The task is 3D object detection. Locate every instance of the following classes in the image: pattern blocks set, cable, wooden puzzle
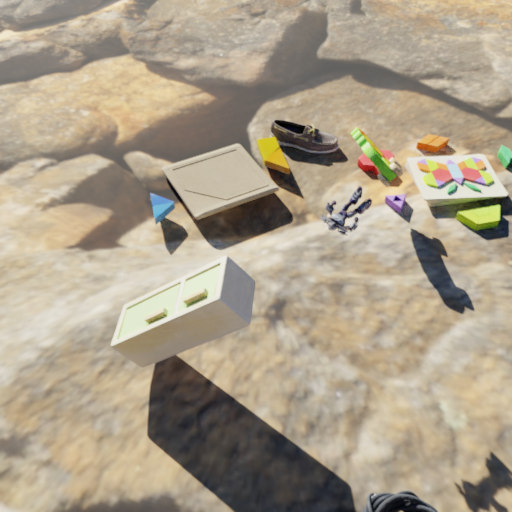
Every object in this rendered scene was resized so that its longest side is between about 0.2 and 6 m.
[{"bbox_3d":[4.271,-1.700,12.113,3.443,0.279,3.026,-14,49,-13],"label":"pattern blocks set"},{"bbox_3d":[1.921,3.833,6.921,1.522,0.474,1.865,-28,57,-18],"label":"cable"},{"bbox_3d":[-0.761,-1.601,11.996,3.307,0.387,2.231,-16,45,-15],"label":"wooden puzzle"}]

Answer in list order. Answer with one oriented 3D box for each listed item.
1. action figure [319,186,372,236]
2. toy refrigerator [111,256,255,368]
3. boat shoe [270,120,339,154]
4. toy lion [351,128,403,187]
[{"bbox_3d":[1.360,-0.657,8.502,0.597,0.319,0.918,43,61,11],"label":"action figure"},{"bbox_3d":[-1.131,0.860,8.393,2.215,0.775,0.841,-24,38,30],"label":"toy refrigerator"},{"bbox_3d":[1.119,-2.796,12.983,1.639,0.488,0.589,14,49,13],"label":"boat shoe"},{"bbox_3d":[2.306,-1.989,10.933,1.209,0.433,1.261,47,20,-5],"label":"toy lion"}]
